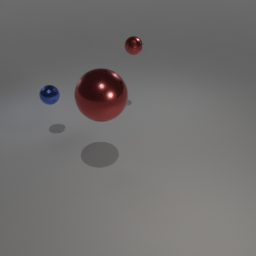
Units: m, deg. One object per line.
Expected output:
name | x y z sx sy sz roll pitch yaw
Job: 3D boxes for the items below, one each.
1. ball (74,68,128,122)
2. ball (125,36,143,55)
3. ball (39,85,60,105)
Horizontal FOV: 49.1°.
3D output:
ball | -0.699 -0.862 7.377 1.400 1.400 1.400 0 32 0
ball | 0.216 -3.168 10.778 0.700 0.700 0.700 0 32 0
ball | -2.770 -1.170 9.899 0.700 0.700 0.700 0 32 0
